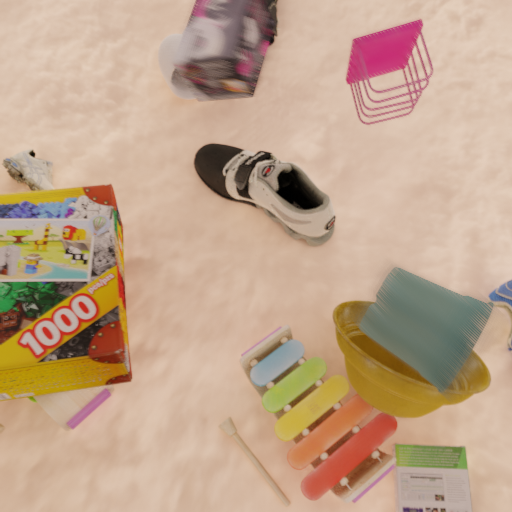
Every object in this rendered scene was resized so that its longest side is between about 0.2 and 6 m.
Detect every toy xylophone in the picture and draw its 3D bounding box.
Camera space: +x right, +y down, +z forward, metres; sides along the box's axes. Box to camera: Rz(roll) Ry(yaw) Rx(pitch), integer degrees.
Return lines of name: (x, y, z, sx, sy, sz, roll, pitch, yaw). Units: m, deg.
toy xylophone: (0.775, 2.819, 9.429, 3.041, 0.764, 2.227, 42, 72, 17)
toy xylophone: (-4.062, 1.805, 9.832, 2.194, 0.753, 2.997, -33, 69, -19)

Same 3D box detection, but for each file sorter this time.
file sorter: (2.205, -2.965, 9.354, 1.094, 1.574, 0.987, -15, 84, 3)

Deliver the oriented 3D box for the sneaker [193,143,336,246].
sneaker: (0.172, -1.558, 11.036, 3.294, 1.458, 1.220, 30, 71, 14)

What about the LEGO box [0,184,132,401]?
LEGO box: (-4.210, 0.667, 9.065, 4.097, 1.581, 3.051, -7, 63, -8)

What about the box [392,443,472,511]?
box: (2.891, 3.977, 9.182, 1.214, 0.306, 1.682, 3, 67, 1)

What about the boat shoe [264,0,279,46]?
boat shoe: (0.001, -5.411, 13.110, 1.091, 1.159, 3.228, 39, 59, -23)

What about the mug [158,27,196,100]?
mug: (-1.530, -4.421, 12.329, 1.082, 1.465, 1.285, 4, 44, -40)

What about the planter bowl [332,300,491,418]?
planter bowl: (2.368, 1.888, 9.355, 2.694, 2.694, 1.122, 21, 109, 9)

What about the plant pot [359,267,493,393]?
plant pot: (2.132, 0.859, 7.264, 1.291, 1.318, 1.318, 30, 69, 17)

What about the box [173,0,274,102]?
box: (-0.544, -3.733, 9.745, 1.171, 1.017, 1.772, 3, 64, 25)

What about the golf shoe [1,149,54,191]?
golf shoe: (-4.429, -1.654, 11.530, 1.648, 0.645, 0.801, 39, 66, 15)

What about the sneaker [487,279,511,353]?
sneaker: (5.127, 1.702, 9.910, 1.125, 1.106, 2.921, -21, 65, 12)
